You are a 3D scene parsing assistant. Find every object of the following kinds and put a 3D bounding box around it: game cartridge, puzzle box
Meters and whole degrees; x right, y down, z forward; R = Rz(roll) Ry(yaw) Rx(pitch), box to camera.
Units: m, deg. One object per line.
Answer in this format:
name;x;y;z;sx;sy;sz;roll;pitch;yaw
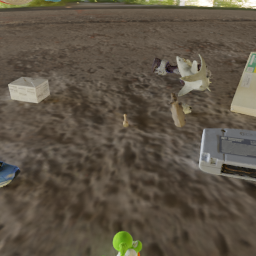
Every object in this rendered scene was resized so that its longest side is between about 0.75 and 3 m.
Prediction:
game cartridge;3.111;0.634;6.848;2.581;0.536;1.719;8;25;15
puzzle box;4.880;-1.501;9.627;1.898;0.363;2.852;16;58;26

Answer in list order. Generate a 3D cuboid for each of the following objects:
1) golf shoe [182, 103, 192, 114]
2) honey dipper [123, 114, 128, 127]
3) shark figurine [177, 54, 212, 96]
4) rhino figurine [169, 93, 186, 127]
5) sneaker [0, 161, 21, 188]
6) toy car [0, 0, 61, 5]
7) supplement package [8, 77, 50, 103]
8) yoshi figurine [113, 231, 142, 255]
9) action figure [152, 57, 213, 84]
golf shoe;1.909;-0.599;9.294;0.373;0.301;0.768;18;34;20
honey dipper;-0.082;-0.266;8.821;0.149;0.149;0.785;-1;27;-2
shark figurine;2.331;-1.629;10.276;1.282;1.835;3.072;-36;14;10
rhino figurine;0.880;-0.328;5.002;0.228;0.763;0.334;-10;41;18
sneaker;-3.167;0.845;6.186;1.616;0.720;0.635;6;29;11
toy car;-1.098;-1.477;2.219;0.962;0.851;0.886;26;29;34
supplement package;-3.654;-1.432;10.435;1.124;0.623;0.875;9;31;14
yoshi figurine;-0.205;1.989;4.286;0.582;0.580;1.036;12;27;33
action figure;2.406;-2.487;12.198;2.601;0.902;1.692;14;25;18
